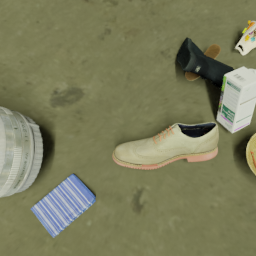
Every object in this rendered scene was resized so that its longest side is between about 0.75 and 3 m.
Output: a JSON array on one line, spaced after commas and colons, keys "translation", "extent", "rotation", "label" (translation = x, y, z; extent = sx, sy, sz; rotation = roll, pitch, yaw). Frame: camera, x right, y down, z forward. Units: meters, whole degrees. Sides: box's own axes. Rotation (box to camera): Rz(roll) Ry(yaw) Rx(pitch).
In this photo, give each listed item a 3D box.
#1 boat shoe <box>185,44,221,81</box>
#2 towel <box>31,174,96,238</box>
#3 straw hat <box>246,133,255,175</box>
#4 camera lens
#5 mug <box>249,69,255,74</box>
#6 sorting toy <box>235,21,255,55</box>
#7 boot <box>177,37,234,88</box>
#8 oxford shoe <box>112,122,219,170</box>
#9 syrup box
[{"translation": [2.335, -1.977, 8.721], "extent": [1.372, 0.442, 0.489], "rotation": [-44, 82, 3], "label": "boat shoe"}, {"translation": [-1.668, 1.974, 7.289], "extent": [1.426, 0.170, 1.032], "rotation": [-40, 67, -19], "label": "towel"}, {"translation": [3.721, 0.904, 7.490], "extent": [1.676, 0.709, 1.676], "rotation": [5, 62, -9], "label": "straw hat"}, {"translation": [-3.661, 0.502, 6.216], "extent": [2.237, 2.797, 2.237], "rotation": [-6, 80, 34], "label": "camera lens"}, {"translation": [3.708, -1.444, 8.202], "extent": [0.829, 0.727, 0.612], "rotation": [-42, 44, 10], "label": "mug"}, {"translation": [3.763, -2.750, 8.736], "extent": [0.896, 0.995, 0.532], "rotation": [-54, 46, 18], "label": "sorting toy"}, {"translation": [2.302, -1.900, 8.324], "extent": [1.528, 0.695, 1.819], "rotation": [22, 33, -13], "label": "boot"}, {"translation": [0.965, 0.335, 7.270], "extent": [2.813, 1.038, 0.996], "rotation": [-9, 37, -7], "label": "oxford shoe"}, {"translation": [2.907, -0.705, 7.436], "extent": [0.672, 1.650, 0.650], "rotation": [-24, 48, -15], "label": "syrup box"}]
